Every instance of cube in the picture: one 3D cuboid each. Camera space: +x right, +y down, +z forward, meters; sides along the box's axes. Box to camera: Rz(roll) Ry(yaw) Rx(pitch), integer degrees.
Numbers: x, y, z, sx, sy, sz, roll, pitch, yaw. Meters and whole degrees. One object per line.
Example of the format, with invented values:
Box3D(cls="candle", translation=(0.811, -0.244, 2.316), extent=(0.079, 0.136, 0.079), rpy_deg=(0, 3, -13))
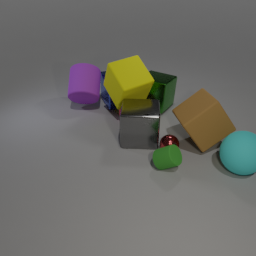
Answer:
Box3D(cls="cube", translation=(-0.438, -1.860, 13.229), extent=(1.400, 1.400, 1.400), rpy_deg=(-11, 33, -17))
Box3D(cls="cube", translation=(0.454, -0.174, 10.495), extent=(1.400, 1.400, 1.400), rpy_deg=(2, 32, 3))
Box3D(cls="cube", translation=(-0.009, -1.844, 11.388), extent=(1.400, 1.400, 1.400), rpy_deg=(-21, 69, -22))
Box3D(cls="cube", translation=(1.275, -1.684, 12.819), extent=(1.400, 1.400, 1.400), rpy_deg=(18, 32, 24))
Box3D(cls="cube", translation=(2.662, -0.299, 9.976), extent=(1.400, 1.400, 1.400), rpy_deg=(-37, 26, 10))

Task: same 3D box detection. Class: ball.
Box3D(cls="ball", translation=(1.471, 0.575, 9.956), extent=(0.700, 0.700, 0.700), rpy_deg=(0, 32, 0))
Box3D(cls="ball", translation=(3.649, 0.786, 8.919), extent=(1.400, 1.400, 1.400), rpy_deg=(0, 32, 0))

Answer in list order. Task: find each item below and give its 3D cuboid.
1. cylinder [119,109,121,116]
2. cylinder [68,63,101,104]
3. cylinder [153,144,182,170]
Box3D(cls="cylinder", translation=(0.001, -0.696, 12.010), extent=(0.700, 0.700, 0.700), rpy_deg=(-8, 32, -9))
Box3D(cls="cylinder", translation=(-1.956, -1.969, 12.623), extent=(1.400, 1.400, 1.400), rpy_deg=(1, 73, 1))
Box3D(cls="cylinder", translation=(1.278, 0.955, 9.098), extent=(0.700, 0.700, 0.700), rpy_deg=(-23, 14, 40))
